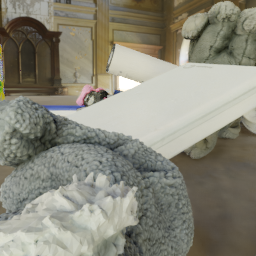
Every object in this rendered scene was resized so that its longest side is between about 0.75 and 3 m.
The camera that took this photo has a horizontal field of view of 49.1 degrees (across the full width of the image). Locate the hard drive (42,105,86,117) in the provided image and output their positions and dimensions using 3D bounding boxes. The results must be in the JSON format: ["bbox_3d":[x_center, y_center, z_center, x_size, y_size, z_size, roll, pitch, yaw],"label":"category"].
[{"bbox_3d":[-3.065,-0.662,10.650,2.617,0.332,1.726,0,8,2],"label":"hard drive"}]

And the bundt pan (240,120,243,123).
[{"bbox_3d":[3.653,-0.753,8.177,2.735,1.027,2.735,-7,6,1],"label":"bundt pan"}]

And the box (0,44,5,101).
[{"bbox_3d":[-5.048,-1.573,8.975,1.573,2.579,2.484,-2,8,-12],"label":"box"}]

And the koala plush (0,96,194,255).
[{"bbox_3d":[-0.183,0.415,0.837,0.976,0.942,1.062,10,4,-2],"label":"koala plush"}]

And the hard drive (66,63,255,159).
[{"bbox_3d":[0.344,-0.214,3.462,2.547,0.340,1.680,-26,26,-23],"label":"hard drive"}]

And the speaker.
[{"bbox_3d":[0.583,-2.026,9.782,2.556,1.038,1.038,16,4,-13],"label":"speaker"}]

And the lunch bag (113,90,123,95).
[{"bbox_3d":[-0.271,-1.356,13.874,0.898,0.875,1.322,19,12,15],"label":"lunch bag"}]

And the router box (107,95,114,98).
[{"bbox_3d":[0.924,-0.847,10.336,2.335,0.776,2.970,-5,9,-31],"label":"router box"}]

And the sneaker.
[{"bbox_3d":[-1.161,-1.110,12.415,1.367,1.132,2.866,28,11,10],"label":"sneaker"}]

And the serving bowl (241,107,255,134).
[{"bbox_3d":[2.954,-0.132,5.847,1.209,0.398,1.209,-1,32,1],"label":"serving bowl"}]

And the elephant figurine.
[{"bbox_3d":[1.477,-0.615,5.172,2.221,2.862,2.025,31,-14,-37],"label":"elephant figurine"}]
